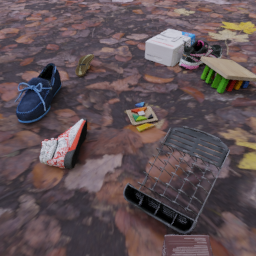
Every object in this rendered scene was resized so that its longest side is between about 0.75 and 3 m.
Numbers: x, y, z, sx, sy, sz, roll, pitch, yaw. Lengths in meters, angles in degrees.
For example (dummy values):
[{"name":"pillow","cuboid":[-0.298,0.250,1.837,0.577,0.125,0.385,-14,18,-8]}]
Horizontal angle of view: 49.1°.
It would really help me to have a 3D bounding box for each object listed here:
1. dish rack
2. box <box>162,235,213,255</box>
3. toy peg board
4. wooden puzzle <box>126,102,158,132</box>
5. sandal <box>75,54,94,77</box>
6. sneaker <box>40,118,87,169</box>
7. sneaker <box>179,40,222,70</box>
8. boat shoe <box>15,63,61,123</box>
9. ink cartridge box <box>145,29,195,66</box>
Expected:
[{"name":"dish rack","cuboid":[1.081,0.932,5.921,1.642,0.584,2.141,23,76,32]},{"name":"box","cuboid":[1.000,2.413,4.677,0.778,0.786,0.947,1,38,1]},{"name":"toy peg board","cuboid":[3.621,-1.912,10.384,1.587,0.780,1.594,-1,37,-27]},{"name":"wooden puzzle","cuboid":[0.444,-0.410,8.784,0.927,0.161,1.374,-14,40,-17]},{"name":"sandal","cuboid":[-1.746,-2.494,11.321,0.552,0.371,1.374,4,53,14]},{"name":"sneaker","cuboid":[-1.716,0.304,7.509,0.963,0.600,1.797,7,41,5]},{"name":"sneaker","cuboid":[3.157,-3.194,11.656,2.294,0.990,0.921,-28,47,-32]},{"name":"boat shoe","cuboid":[-3.023,-1.265,9.219,1.168,0.953,2.777,1,38,1]},{"name":"ink cartridge box","cuboid":[1.852,-3.555,12.246,1.422,0.821,1.948,24,44,28]}]
